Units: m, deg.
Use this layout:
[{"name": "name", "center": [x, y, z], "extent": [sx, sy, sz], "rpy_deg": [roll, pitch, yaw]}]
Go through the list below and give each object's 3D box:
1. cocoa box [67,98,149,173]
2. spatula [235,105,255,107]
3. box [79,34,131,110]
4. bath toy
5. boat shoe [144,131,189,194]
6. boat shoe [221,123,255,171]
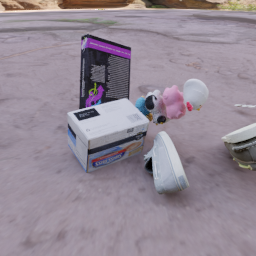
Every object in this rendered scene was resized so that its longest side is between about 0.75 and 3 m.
[{"name": "cocoa box", "center": [-0.463, 0.130, 6.251], "extent": [1.514, 0.993, 1.010], "rpy_deg": [-17, 46, -30]}, {"name": "spatula", "center": [3.689, -0.694, 8.659], "extent": [0.550, 0.064, 0.791], "rpy_deg": [6, 11, 41]}, {"name": "box", "center": [-0.587, -1.263, 7.468], "extent": [1.491, 2.086, 0.377], "rpy_deg": [3, -2, -44]}, {"name": "bath toy", "center": [0.942, -0.474, 6.232], "extent": [1.867, 0.812, 0.690], "rpy_deg": [-16, 44, 49]}, {"name": "boat shoe", "center": [0.650, 0.653, 5.700], "extent": [0.713, 0.698, 2.002], "rpy_deg": [-20, 20, 4]}, {"name": "boat shoe", "center": [2.496, 0.360, 5.745], "extent": [0.919, 0.769, 2.573], "rpy_deg": [-25, -9, 18]}]
